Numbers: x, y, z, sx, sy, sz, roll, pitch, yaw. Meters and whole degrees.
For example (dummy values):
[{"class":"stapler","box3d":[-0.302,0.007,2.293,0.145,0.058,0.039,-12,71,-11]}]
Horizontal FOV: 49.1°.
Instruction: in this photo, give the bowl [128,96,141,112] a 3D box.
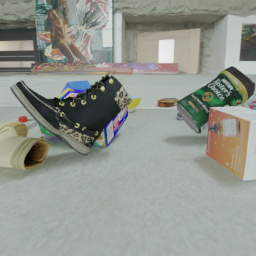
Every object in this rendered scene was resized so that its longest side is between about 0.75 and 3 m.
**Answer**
[{"class":"bowl","box3d":[0.015,-1.156,13.529,1.262,0.679,1.262,-1,14,0]}]

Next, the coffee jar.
[{"class":"coffee jar","box3d":[2.741,-0.919,8.734,2.271,0.969,1.184,-35,56,-3]}]

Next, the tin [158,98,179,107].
[{"class":"tin","box3d":[2.192,-1.389,15.230,0.906,0.339,1.618,3,14,29]}]

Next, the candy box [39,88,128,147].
[{"class":"candy box","box3d":[-1.362,-0.425,8.928,2.265,0.873,1.915,8,35,17]}]

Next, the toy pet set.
[{"class":"toy pet set","box3d":[-2.528,-1.002,11.094,2.978,1.582,2.781,14,20,42]}]

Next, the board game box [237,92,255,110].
[{"class":"board game box","box3d":[6.429,-1.276,13.815,1.812,0.789,2.456,7,15,30]}]

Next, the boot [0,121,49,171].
[{"class":"boot","box3d":[-2.702,0.403,7.061,1.685,0.789,2.168,1,18,13]}]

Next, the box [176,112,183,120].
[{"class":"box","box3d":[2.412,-0.501,11.931,0.627,0.198,0.795,5,15,15]}]

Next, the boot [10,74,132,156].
[{"class":"boot","box3d":[-1.227,-0.712,6.807,2.026,2.682,0.968,-46,44,-4]}]

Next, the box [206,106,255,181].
[{"class":"box","box3d":[2.687,0.273,6.608,0.921,1.319,1.733,-3,14,-12]}]

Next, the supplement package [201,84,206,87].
[{"class":"supplement package","box3d":[5.051,-2.045,16.349,1.330,1.002,1.010,-9,17,-32]}]
